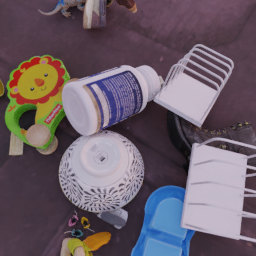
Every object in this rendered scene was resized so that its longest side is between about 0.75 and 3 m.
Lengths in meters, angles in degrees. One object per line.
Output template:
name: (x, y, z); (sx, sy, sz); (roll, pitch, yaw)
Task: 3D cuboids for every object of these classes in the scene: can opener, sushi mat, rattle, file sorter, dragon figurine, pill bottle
can opener: (-0.924, 2.243, 8.193); (2.018, 0.675, 0.538); (28, 72, 10)
sushi mat: (-3.651, 0.456, 9.192); (0.437, 0.055, 0.914); (-3, 69, -2)
rattle: (-1.185, 3.953, 7.695); (1.223, 1.342, 1.878); (-16, 74, 34)
file sorter: (2.153, -1.452, 8.668); (1.586, 1.423, 2.286); (32, 41, 11)
file sorter: (2.550, 1.579, 7.268); (1.637, 1.469, 2.359); (14, 74, -5)
dragon figurine: (-2.390, -5.069, 10.884); (2.476, 0.729, 1.231); (-26, 72, -10)
pill bottle: (-0.402, -0.993, 8.603); (2.862, 1.589, 1.589); (-26, 70, -32)

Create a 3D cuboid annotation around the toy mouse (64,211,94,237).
toy mouse: (-1.513, 2.893, 8.227); (0.753, 0.164, 0.847); (-31, 72, -11)

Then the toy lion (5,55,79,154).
toy lion: (-2.959, -1.017, 9.360); (2.843, 1.018, 2.966); (28, 72, 17)

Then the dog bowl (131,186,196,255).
dog bowl: (1.047, 3.089, 7.868); (1.594, 0.709, 2.859); (17, 70, 6)

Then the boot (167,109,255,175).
boot: (2.761, 0.254, 8.891); (2.534, 1.008, 2.911); (-17, 75, -11)

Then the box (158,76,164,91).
box: (0.997, -1.420, 9.502); (0.262, 0.768, 0.315); (-19, 72, -9)

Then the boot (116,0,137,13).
boot: (-0.231, -4.507, 9.457); (0.453, 1.042, 1.253); (-45, 63, 9)

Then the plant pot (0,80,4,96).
plant pot: (-4.883, -1.360, 9.432); (0.767, 1.080, 1.080); (-28, 70, 16)

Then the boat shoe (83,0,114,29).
boat shoe: (-1.033, -5.004, 10.746); (0.968, 1.074, 2.987); (12, 66, -9)

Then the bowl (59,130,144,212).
bowl: (-0.772, 1.010, 8.190); (2.639, 1.239, 2.639); (2, 62, -3)
